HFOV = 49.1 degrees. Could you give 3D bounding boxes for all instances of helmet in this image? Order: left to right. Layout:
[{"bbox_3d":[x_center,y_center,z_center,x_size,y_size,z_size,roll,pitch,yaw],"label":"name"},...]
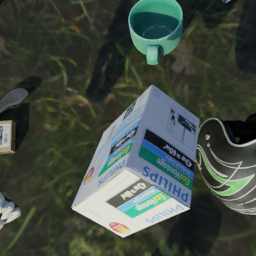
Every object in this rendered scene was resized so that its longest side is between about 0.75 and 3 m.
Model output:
[{"bbox_3d":[2.259,0.618,5.032,1.898,1.898,1.809,-31,39,-9],"label":"helmet"}]

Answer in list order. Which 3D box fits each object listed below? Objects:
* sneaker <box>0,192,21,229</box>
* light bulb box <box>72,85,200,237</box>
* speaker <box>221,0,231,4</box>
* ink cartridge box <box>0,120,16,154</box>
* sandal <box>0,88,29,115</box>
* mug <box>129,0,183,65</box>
[{"bbox_3d":[-2.850,1.192,4.619,1.021,2.717,1.101,22,59,31],"label":"sneaker"},{"bbox_3d":[0.142,0.532,4.265,1.008,1.601,1.615,33,45,-14],"label":"light bulb box"},{"bbox_3d":[3.382,-4.316,9.031,0.770,0.313,0.313,-30,76,-9],"label":"speaker"},{"bbox_3d":[-3.484,0.257,7.662,0.718,0.327,0.872,-5,74,-3],"label":"ink cartridge box"},{"bbox_3d":[-3.382,-0.732,8.028,1.231,0.263,0.468,-31,69,1],"label":"sandal"},{"bbox_3d":[0.724,-2.725,8.092,1.490,1.121,1.814,37,81,17],"label":"mug"}]
